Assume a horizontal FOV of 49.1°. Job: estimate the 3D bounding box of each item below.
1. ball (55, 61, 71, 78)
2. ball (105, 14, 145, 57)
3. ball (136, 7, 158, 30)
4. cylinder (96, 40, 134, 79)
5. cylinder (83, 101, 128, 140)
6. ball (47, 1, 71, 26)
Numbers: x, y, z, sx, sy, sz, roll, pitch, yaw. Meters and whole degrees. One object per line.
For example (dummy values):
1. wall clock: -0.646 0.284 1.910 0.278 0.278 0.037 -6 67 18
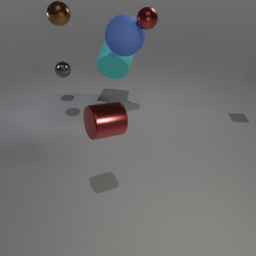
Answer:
1. ball: -2.834 -2.540 12.201 0.700 0.700 0.700 0 31 0
2. ball: -0.103 -3.214 9.760 1.400 1.400 1.400 0 31 0
3. ball: 0.624 -3.548 9.075 0.700 0.700 0.700 0 31 0
4. cylinder: -0.497 -3.046 11.901 1.400 1.400 1.400 7 57 11
5. cylinder: -0.463 -0.155 5.710 0.700 0.700 0.700 -10 32 -27
6. ball: -2.067 -3.408 8.358 0.700 0.700 0.700 0 31 0
